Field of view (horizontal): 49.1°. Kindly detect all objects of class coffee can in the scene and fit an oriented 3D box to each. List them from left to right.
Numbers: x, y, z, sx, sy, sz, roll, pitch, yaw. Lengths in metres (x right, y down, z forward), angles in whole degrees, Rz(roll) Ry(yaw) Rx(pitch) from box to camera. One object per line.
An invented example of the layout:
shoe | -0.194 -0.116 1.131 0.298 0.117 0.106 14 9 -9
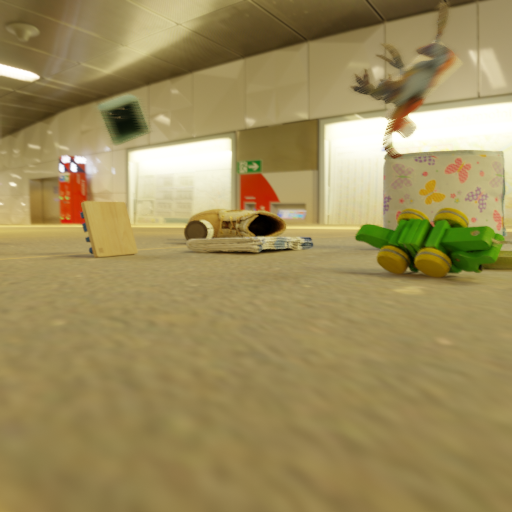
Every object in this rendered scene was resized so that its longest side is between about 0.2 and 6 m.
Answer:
coffee can | -1.635 -0.682 16.035 0.680 0.680 0.929 0 4 6

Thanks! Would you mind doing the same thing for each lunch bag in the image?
lunch bag | 4.391 -1.270 13.166 2.706 2.295 1.720 -1 2 18

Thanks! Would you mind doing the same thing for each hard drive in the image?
hard drive | 3.743 -4.018 12.274 1.239 0.817 0.157 -43 -14 14

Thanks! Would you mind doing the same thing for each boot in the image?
boot | -0.644 -0.949 17.588 2.892 1.053 2.248 3 4 -12

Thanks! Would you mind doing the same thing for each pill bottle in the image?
pill bottle | 3.414 -3.156 13.260 0.445 0.445 0.812 -2 45 -29

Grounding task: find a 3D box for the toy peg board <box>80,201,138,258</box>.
toy peg board | -3.091 -0.479 11.304 0.548 1.121 1.116 -18 -5 31

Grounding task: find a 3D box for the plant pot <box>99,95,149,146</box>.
plant pot | -3.220 -3.312 13.306 0.907 0.910 0.927 -26 38 -13

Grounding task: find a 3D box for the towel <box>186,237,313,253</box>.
towel | -0.078 -0.265 12.987 1.994 0.323 2.715 0 2 31

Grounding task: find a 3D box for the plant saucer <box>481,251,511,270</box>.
plant saucer | 3.744 0.059 9.010 1.528 0.237 1.528 0 3 0

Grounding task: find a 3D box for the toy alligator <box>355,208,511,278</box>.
toy alligator | 2.631 -0.066 7.423 2.949 0.874 0.800 5 -34 48

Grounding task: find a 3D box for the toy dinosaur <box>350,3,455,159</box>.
toy dinosaur | 2.559 -2.873 9.237 2.037 2.245 1.179 -16 19 -33
